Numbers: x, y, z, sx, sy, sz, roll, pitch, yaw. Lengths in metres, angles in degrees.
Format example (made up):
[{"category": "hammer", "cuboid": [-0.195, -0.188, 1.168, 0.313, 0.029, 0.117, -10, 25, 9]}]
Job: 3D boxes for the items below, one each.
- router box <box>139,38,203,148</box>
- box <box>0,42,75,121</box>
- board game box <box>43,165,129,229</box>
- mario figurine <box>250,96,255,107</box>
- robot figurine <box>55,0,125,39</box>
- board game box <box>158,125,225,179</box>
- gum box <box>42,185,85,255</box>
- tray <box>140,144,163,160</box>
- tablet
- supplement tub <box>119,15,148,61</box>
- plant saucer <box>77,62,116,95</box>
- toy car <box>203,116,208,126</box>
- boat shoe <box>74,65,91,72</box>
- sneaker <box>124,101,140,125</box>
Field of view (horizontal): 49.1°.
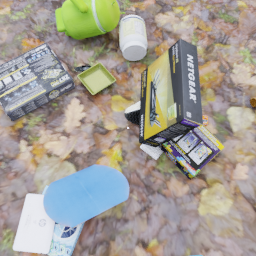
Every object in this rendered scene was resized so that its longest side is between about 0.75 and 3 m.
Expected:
[{"category": "router box", "cuboid": [1.323, -1.087, 9.351, 0.767, 2.309, 2.937, 17, 61, -27]}, {"category": "box", "cuboid": [-4.044, -1.976, 11.543, 2.938, 0.721, 2.368, -33, 67, -15]}, {"category": "board game box", "cuboid": [-1.354, 2.289, 9.304, 2.793, 0.544, 2.206, -21, 35, -25]}, {"category": "mario figurine", "cuboid": [6.372, -1.241, 11.214, 2.743, 1.454, 1.693, -26, 103, -1]}, {"category": "robot figurine", "cuboid": [-1.662, -4.855, 12.136, 2.917, 2.559, 1.688, -6, 89, 21]}, {"category": "board game box", "cuboid": [2.183, 0.539, 10.305, 1.712, 0.587, 2.071, -38, 77, -17]}, {"category": "gum box", "cuboid": [-2.339, 3.119, 9.242, 1.677, 0.440, 1.974, 18, 64, 7]}, {"category": "tray", "cuboid": [1.213, 0.417, 10.704, 0.803, 0.166, 1.496, 36, 69, 16]}, {"category": "tablet", "cuboid": [-2.906, 3.025, 8.968, 1.143, 0.120, 1.756, 5, 65, 3]}, {"category": "supplement tub", "cuboid": [0.218, -3.903, 12.190, 1.203, 1.203, 1.659, -4, 65, -2]}, {"category": "plant saucer", "cuboid": [-1.314, -2.026, 11.804, 1.210, 0.290, 1.208, -34, 69, -16]}, {"category": "toy car", "cuboid": [2.726, -0.428, 11.024, 0.950, 0.316, 0.466, 19, 66, 8]}, {"category": "boat shoe", "cuboid": [-1.937, -2.591, 12.088, 0.795, 0.264, 0.297, 6, 65, 3]}, {"category": "sneaker", "cuboid": [1.039, -0.986, 11.108, 2.592, 0.913, 1.212, -17, 46, -4]}]
